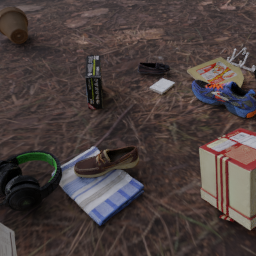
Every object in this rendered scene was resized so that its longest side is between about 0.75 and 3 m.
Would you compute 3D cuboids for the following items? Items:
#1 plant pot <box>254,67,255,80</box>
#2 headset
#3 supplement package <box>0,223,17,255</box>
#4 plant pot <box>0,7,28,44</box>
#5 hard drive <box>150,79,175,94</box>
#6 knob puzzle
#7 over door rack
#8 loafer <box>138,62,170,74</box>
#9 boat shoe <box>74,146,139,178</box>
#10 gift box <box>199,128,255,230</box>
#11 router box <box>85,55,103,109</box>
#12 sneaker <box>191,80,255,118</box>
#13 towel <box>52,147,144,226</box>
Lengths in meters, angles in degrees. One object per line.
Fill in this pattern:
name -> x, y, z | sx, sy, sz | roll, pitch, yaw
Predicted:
plant pot -> 5.923, -2.145, 11.279 | 1.313, 1.477, 1.480 | -10, 61, 14
headset -> -2.988, 1.380, 7.200 | 1.664, 1.266, 2.695 | 26, 46, 29
supplement package -> -3.352, 2.933, 4.486 | 2.707, 1.501, 2.108 | -30, 44, -5
plant pot -> -6.292, -5.583, 15.666 | 1.743, 1.743, 1.520 | -21, 61, -24
hard drive -> 1.473, -1.797, 12.017 | 0.650, 0.132, 0.986 | 27, 47, 29
knob puzzle -> 4.019, -2.166, 12.277 | 2.415, 0.335, 2.415 | -2, 48, 2
over door rack -> 5.908, -3.466, 13.687 | 1.407, 0.634, 1.904 | 32, 49, 32
loafer -> 1.188, -2.790, 12.828 | 1.495, 0.471, 0.537 | -3, 43, 2
boat shoe -> -0.629, 0.873, 7.941 | 1.906, 0.686, 0.688 | -9, 43, -3
gift box -> 2.901, 1.186, 7.083 | 1.803, 1.825, 1.954 | -18, 23, -19
router box -> -1.321, -1.834, 11.039 | 0.585, 1.410, 1.882 | -3, 39, -5
sneaker -> 3.715, -1.398, 10.791 | 2.686, 1.054, 1.012 | 26, 45, 28
towel -> -0.874, 1.485, 7.867 | 1.686, 0.273, 2.296 | -31, 48, -31
